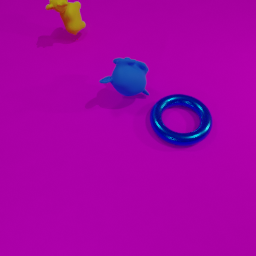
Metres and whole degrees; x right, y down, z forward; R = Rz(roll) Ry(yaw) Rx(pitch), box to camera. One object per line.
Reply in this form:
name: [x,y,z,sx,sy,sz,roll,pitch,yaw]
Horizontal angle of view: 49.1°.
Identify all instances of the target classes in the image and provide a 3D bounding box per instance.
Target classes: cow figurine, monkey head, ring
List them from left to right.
cow figurine: [-1.983,-3.692,9.088,0.777,1.415,1.393,-5,31,18]
monkey head: [-0.068,-1.437,7.804,1.676,1.010,1.206,9,14,-37]
ring: [1.433,-0.257,7.595,1.698,0.340,1.698,0,54,0]
